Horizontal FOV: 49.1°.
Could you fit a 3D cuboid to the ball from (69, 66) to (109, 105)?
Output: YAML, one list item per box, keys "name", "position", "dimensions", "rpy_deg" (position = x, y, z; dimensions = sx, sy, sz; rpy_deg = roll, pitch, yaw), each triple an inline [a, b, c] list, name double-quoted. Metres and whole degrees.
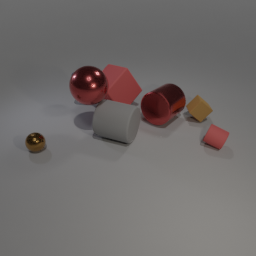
- name: "ball"
  position: [-1.393, -1.516, 10.030]
  dimensions: [1.400, 1.400, 1.400]
  rpy_deg: [0, 32, 0]

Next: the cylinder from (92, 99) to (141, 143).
- name: "cylinder"
  position: [-0.408, -0.260, 10.482]
  dimensions: [1.400, 1.400, 1.400]
  rpy_deg: [14, 35, 18]

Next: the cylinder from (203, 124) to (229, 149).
- name: "cylinder"
  position: [3.181, 0.314, 10.127]
  dimensions: [0.700, 0.700, 0.700]
  rpy_deg: [28, 39, 14]

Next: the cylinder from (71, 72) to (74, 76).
- name: "cylinder"
  position: [-1.947, -2.191, 12.021]
  dimensions: [0.700, 0.700, 0.700]
  rpy_deg: [-16, 20, 35]

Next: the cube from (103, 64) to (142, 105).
- name: "cube"
  position: [-0.536, -1.742, 12.249]
  dimensions: [1.400, 1.400, 1.400]
  rpy_deg: [-51, 41, -13]

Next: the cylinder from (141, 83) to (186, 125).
- name: "cylinder"
  position: [1.467, -1.001, 11.595]
  dimensions: [1.400, 1.400, 1.400]
  rpy_deg: [21, 34, 30]

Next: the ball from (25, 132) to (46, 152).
- name: "ball"
  position: [-3.297, 0.503, 9.978]
  dimensions: [0.700, 0.700, 0.700]
  rpy_deg: [0, 32, 0]

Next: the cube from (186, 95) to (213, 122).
- name: "cube"
  position: [2.973, -0.821, 11.705]
  dimensions: [0.700, 0.700, 0.700]
  rpy_deg: [36, 22, -19]
